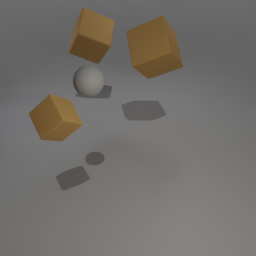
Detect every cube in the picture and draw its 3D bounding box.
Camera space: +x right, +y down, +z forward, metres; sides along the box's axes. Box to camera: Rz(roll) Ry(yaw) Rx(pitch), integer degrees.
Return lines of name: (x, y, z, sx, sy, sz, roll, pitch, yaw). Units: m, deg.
cube: (-1.554, -0.198, 6.074, 0.700, 0.700, 0.700, 59, 18, 19)
cube: (0.949, -2.753, 9.814, 1.400, 1.400, 1.400, -16, -16, 25)
cube: (-1.534, -3.805, 11.694, 1.400, 1.400, 1.400, 16, 64, -22)

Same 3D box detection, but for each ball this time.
ball: (-0.897, -1.066, 6.364, 0.700, 0.700, 0.700, 0, 32, 0)
